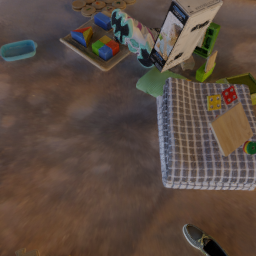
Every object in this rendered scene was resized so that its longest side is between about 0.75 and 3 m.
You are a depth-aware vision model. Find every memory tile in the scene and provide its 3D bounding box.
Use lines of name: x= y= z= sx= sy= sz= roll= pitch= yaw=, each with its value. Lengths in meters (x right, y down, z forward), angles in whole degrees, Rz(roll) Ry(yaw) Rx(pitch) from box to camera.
memory tile: x=-0.908 y=-4.766 z=10.614 sx=1.638 sy=0.179 sz=2.137 roll=38 pitch=63 yaw=24

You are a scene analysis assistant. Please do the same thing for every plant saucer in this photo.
plant saucer: x=3.275 y=-1.141 z=7.956 sx=1.138 sy=0.273 sz=1.137 roll=-14 pitch=55 yaw=-10

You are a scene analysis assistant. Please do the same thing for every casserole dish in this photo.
casserole dish: x=-3.470 y=-2.447 z=8.922 sx=1.197 sy=0.232 sz=0.725 roll=-17 pitch=56 yaw=-11

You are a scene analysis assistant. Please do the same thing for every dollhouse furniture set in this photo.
dollhouse furniture set: x=1.606 y=-1.935 z=8.026 sx=1.404 sy=1.085 sz=2.810 roll=35 pitch=62 yaw=23

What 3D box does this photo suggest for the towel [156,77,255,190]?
towel: x=1.813 y=0.055 z=6.414 sx=2.160 sy=1.116 sz=2.609 roll=0 pitch=63 yaw=0

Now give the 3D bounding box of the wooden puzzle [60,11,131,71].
wooden puzzle: x=-0.750 y=-3.015 z=9.111 sx=2.093 sy=0.523 sz=2.259 roll=38 pitch=62 yaw=22

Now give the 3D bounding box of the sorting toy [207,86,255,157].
sorting toy: x=1.491 y=-0.025 z=4.195 sx=0.599 sy=1.242 sz=0.210 roll=-34 pitch=19 yaw=-14

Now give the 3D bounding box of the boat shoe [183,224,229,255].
boat shoe: x=1.542 y=2.270 z=5.480 sx=0.383 sy=0.320 sz=1.072 roll=-37 pitch=62 yaw=-23

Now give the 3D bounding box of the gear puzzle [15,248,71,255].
gear puzzle: x=-2.021 y=2.998 z=4.991 sx=2.756 sy=0.361 sz=1.427 roll=-18 pitch=54 yaw=-16

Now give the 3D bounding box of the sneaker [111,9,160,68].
sneaker: x=0.472 y=-2.958 z=8.734 sx=2.025 sy=0.787 sz=1.416 roll=53 pitch=54 yaw=-8

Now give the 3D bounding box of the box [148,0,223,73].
box: x=1.023 y=-1.800 z=5.284 sx=0.871 sy=1.493 sz=0.449 roll=-31 pitch=75 yaw=-24
